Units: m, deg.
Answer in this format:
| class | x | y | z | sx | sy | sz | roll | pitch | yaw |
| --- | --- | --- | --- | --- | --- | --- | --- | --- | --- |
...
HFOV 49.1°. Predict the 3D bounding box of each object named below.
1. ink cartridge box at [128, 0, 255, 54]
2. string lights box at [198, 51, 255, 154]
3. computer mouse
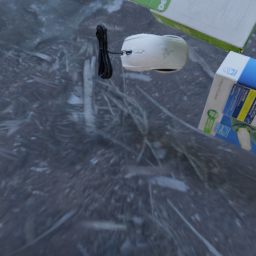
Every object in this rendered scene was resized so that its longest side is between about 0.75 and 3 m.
| class | x | y | z | sx | sy | sz | roll | pitch | yaw |
| --- | --- | --- | --- | --- | --- | --- | --- | --- | --- |
| ink cartridge box | 1.471 | -2.924 | 6.137 | 2.942 | 1.528 | 0.873 | 28 | 12 | 13 |
| string lights box | 1.920 | -0.087 | 3.330 | 1.914 | 0.983 | 0.564 | 25 | 52 | 20 |
| computer mouse | 0.225 | -2.007 | 7.352 | 2.689 | 1.475 | 0.590 | 7 | 8 | 29 |
